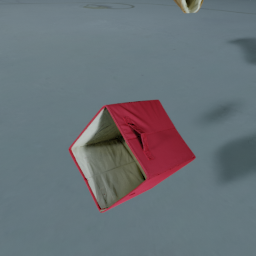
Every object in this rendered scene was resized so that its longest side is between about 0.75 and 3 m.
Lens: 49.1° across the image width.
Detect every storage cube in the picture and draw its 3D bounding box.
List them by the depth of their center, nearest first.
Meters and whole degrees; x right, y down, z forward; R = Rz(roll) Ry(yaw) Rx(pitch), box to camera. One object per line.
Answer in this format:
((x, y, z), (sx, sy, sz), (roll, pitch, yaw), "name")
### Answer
((0.043, 0.274, 3.075), (0.874, 0.973, 0.831), (-12, 64, -47), "storage cube")

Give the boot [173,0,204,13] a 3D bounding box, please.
((1.083, -4.120, 7.608), (2.699, 0.892, 2.363), (60, 18, 16), "boot")
